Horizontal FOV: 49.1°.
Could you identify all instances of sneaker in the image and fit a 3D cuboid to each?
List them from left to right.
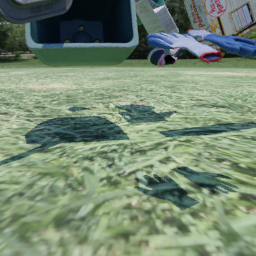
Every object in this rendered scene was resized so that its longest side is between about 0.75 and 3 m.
[{"bbox_3d":[1.398,-2.284,8.954,1.671,0.586,0.685,-27,56,-32],"label":"sneaker"}]

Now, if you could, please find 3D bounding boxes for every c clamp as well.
[{"bbox_3d":[-1.802,-2.916,4.825,0.328,2.071,2.425,3,24,30],"label":"c clamp"}]

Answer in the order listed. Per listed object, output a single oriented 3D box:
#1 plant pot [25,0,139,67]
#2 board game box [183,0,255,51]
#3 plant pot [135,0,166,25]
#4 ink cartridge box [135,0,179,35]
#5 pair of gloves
[{"bbox_3d":[-1.188,-2.733,7.271,2.395,2.401,2.446,-4,-7,-8],"label":"plant pot"},{"bbox_3d":[2.643,-3.306,6.816,2.637,1.998,0.611,-30,18,-15],"label":"board game box"},{"bbox_3d":[0.454,-4.378,9.948,1.115,1.389,1.389,-40,-10,34],"label":"plant pot"},{"bbox_3d":[0.702,-3.470,8.484,0.407,1.602,1.819,-36,21,0],"label":"ink cartridge box"},{"bbox_3d":[1.074,-1.162,3.894,1.542,0.176,1.240,-13,35,-29],"label":"pair of gloves"}]
